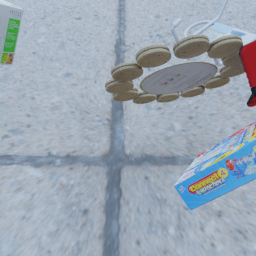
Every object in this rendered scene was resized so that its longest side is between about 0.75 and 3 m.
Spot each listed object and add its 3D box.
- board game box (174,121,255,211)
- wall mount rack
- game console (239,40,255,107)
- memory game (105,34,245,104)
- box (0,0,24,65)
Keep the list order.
[{"bbox_3d":[1.171,0.320,3.077,0.312,1.092,1.115,55,29,6],"label":"board game box"},{"bbox_3d":[2.260,-2.437,6.143,2.180,0.936,2.509,-38,42,-2],"label":"wall mount rack"},{"bbox_3d":[2.333,-0.955,4.286,1.194,1.029,0.708,-23,74,9],"label":"game console"},{"bbox_3d":[0.876,-0.921,4.960,2.616,2.616,0.167,-7,77,-7],"label":"memory game"},{"bbox_3d":[-3.120,-2.084,5.862,0.729,1.330,1.507,29,21,20],"label":"box"}]
